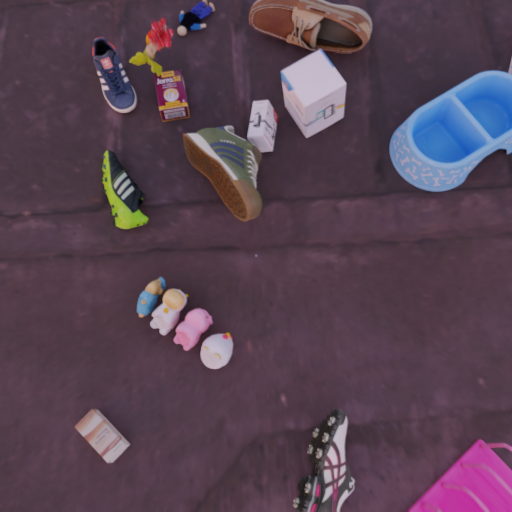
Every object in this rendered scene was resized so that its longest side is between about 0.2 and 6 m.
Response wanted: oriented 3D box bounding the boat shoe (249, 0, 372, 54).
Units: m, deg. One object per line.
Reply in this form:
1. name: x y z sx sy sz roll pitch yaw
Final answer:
1. boat shoe: 1.233 -5.303 12.845 2.884 1.092 1.035 7 48 4

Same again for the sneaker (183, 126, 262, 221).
1. sneaker: -0.372 -1.895 11.591 1.279 0.955 2.848 -23 49 -21

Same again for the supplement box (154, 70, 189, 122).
1. supplement box: -1.913 -3.636 12.721 0.648 0.511 0.990 -11 72 -4

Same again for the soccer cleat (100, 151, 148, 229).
1. soccer cleat: -2.836 -1.419 11.998 0.778 0.648 1.921 -7 65 -29

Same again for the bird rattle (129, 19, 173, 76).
1. bird rattle: -2.165 -4.513 11.781 0.705 1.251 1.020 16 48 -17

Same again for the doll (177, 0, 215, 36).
1. doll: -1.488 -5.729 13.544 0.756 0.269 1.108 39 75 13

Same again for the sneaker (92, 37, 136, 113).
1. sneaker: -3.303 -4.143 12.745 0.698 0.787 1.861 -25 74 -8

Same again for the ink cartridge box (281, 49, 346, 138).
1. ink cartridge box: 1.244 -3.482 12.167 1.017 1.393 1.022 -30 74 -2

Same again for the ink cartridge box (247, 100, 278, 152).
1. ink cartridge box: 0.150 -2.840 12.330 0.382 0.677 0.923 1 71 23

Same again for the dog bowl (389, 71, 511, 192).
1. dog bowl: 4.577 -2.818 12.282 3.402 0.843 1.897 -31 75 -9

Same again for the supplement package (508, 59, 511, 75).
1. supplement package: 6.528 -4.752 13.015 0.916 0.652 1.176 17 72 5

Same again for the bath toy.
1. bath toy: -1.288 1.302 10.983 2.131 0.927 0.788 36 40 11

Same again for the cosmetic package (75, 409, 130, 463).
1. cosmetic package: -2.869 3.360 10.456 0.928 0.405 0.480 40 76 12

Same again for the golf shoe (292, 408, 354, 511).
1. golf shoe: 1.371 3.836 10.216 0.896 0.785 2.033 21 79 -9

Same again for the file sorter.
1. file sorter: 3.847 4.481 9.512 2.254 1.414 1.567 -39 73 -12
